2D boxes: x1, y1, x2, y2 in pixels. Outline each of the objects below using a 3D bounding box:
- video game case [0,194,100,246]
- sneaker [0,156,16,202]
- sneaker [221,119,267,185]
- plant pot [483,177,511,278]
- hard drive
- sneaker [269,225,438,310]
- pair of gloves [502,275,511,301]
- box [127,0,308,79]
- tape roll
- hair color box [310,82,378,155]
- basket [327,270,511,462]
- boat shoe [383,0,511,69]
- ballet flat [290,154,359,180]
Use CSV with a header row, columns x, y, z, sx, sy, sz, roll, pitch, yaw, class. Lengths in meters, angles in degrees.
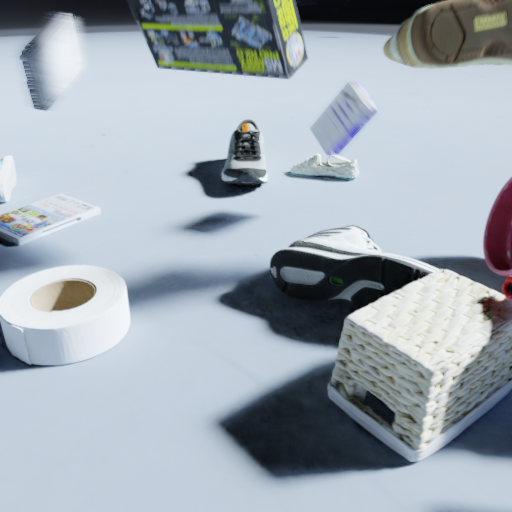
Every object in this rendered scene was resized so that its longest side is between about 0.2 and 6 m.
x,y,z,sx,sy,sz,roll,pitch,yaw,class
-3.939,-0.705,10.287,1.230,0.155,1.718,20,33,32,video game case
-5.396,-1.624,11.515,0.714,0.645,1.744,-2,27,-14,sneaker
-0.260,-2.266,12.325,0.981,1.053,2.655,1,29,-2,sneaker
4.447,-0.334,8.177,1.504,1.680,1.680,14,27,-5,plant pot
-3.410,-3.280,9.422,0.280,1.032,1.478,11,48,6,hard drive
1.708,0.088,7.810,2.725,1.029,1.568,14,32,29,sneaker
3.827,1.409,4.930,3.070,0.435,3.818,22,24,-10,pair of gloves
-0.748,-3.774,8.189,2.734,2.190,0.605,16,57,33,box
-2.421,0.713,7.134,1.569,0.549,1.569,0,28,0,tape roll
1.525,-2.396,9.846,0.382,1.178,0.644,-15,68,-39,hair color box
1.827,1.027,5.909,1.835,1.132,1.244,-19,34,-34,basket
3.065,-3.064,7.651,2.918,1.046,1.111,-9,11,-22,boat shoe
1.535,-2.021,12.441,1.538,0.552,0.552,7,28,15,ballet flat
